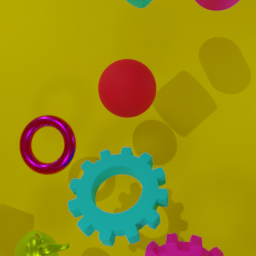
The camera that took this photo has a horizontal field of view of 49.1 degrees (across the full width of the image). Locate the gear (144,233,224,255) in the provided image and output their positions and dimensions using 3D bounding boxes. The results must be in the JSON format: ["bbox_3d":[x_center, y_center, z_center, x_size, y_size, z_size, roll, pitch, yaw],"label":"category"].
[{"bbox_3d":[0.903,2.514,4.541,1.575,0.291,1.575,2,100,12],"label":"gear"}]

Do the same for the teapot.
[{"bbox_3d":[-1.590,2.323,5.049,0.729,1.488,0.925,18,46,-35],"label":"teapot"}]

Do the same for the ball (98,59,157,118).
[{"bbox_3d":[-0.015,-0.799,5.699,1.186,1.186,1.186,0,83,0],"label":"ball"}]

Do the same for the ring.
[{"bbox_3d":[-1.673,0.347,5.822,1.250,0.250,1.250,-1,87,11],"label":"ring"}]

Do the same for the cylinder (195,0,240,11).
[{"bbox_3d":[1.916,-3.200,5.618,1.214,1.214,1.214,0,87,7],"label":"cylinder"}]

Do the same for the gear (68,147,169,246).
[{"bbox_3d":[-0.186,1.231,5.359,1.869,0.346,1.869,-6,50,7],"label":"gear"}]

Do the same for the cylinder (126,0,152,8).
[{"bbox_3d":[0.253,-2.793,4.240,1.315,1.315,1.315,44,93,5],"label":"cylinder"}]
